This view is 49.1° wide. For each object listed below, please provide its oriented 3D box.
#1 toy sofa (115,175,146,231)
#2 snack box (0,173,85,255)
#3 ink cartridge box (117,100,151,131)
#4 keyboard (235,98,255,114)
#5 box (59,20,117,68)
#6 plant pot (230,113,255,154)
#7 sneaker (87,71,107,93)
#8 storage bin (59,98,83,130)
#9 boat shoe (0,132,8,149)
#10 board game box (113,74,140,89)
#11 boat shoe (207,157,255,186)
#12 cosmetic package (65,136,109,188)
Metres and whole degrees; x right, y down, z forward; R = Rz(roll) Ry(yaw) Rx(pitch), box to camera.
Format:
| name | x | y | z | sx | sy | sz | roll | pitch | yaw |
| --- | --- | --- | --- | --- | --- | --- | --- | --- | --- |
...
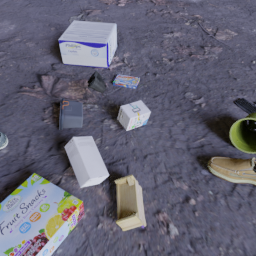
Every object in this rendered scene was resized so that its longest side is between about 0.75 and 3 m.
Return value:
| name | x | y | z | sx | sy | sz | roll | pitch | yaw |
| --- | --- | --- | --- | --- | --- | --- | --- | --- | --- |
| toy sofa | 0.049 | 2.324 | 8.649 | 0.662 | 0.780 | 1.599 | -21 | 40 | 14 |
| snack box | -2.765 | 2.693 | 8.000 | 2.006 | 0.805 | 2.379 | 24 | 46 | 23 |
| ink cartridge box | 0.227 | -0.511 | 11.360 | 1.033 | 0.758 | 0.755 | -20 | 56 | -30 |
| keyboard | 5.702 | -0.898 | 12.545 | 1.027 | 0.166 | 1.616 | -20 | 46 | -21 |
| box | -2.146 | -4.810 | 15.919 | 2.630 | 1.500 | 2.859 | 6 | 41 | 6 |
| plant pot | 4.806 | 0.046 | 10.758 | 1.437 | 1.437 | 1.364 | 23 | 33 | 24 |
| sneaker | -1.286 | -1.891 | 11.922 | 0.768 | 0.643 | 1.692 | 35 | 20 | -20 |
| storage bin | -2.370 | -0.634 | 11.723 | 0.936 | 1.014 | 1.394 | 2 | 41 | -13 |
| boat shoe | -5.635 | 0.639 | 10.195 | 2.318 | 0.716 | 0.844 | -17 | 73 | -21 |
| board game box | -0.074 | -2.357 | 14.144 | 1.186 | 0.204 | 0.803 | 10 | 43 | 11 |
| boat shoe | 4.015 | 1.333 | 9.415 | 2.532 | 0.964 | 0.907 | 12 | 43 | 13 |
| cosmetic package | -1.349 | 1.065 | 9.102 | 0.829 | 0.653 | 1.540 | 1 | 56 | -46 |
